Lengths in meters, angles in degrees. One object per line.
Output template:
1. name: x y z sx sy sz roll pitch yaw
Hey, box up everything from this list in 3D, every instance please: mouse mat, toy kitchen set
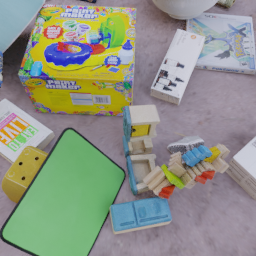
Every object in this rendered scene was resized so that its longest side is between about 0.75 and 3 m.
1. mouse mat: -1.290 1.683 6.578 0.106 2.266 2.816 -6 48 49
2. toy kitchen set: 0.149 1.015 6.749 1.457 1.981 2.473 -9 62 -7

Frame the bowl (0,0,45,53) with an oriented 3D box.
1. bowl: -4.113 -3.480 8.617 2.962 1.549 2.962 -30 38 27

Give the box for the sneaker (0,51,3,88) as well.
1. sneaker: -3.801 -1.749 6.792 2.467 0.951 1.051 22 100 27

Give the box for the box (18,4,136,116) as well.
1. box: -1.288 -2.054 8.569 2.979 1.817 2.869 2 60 1

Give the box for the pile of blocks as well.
1. pile of blocks: 1.517 1.030 6.678 2.254 0.925 0.701 -26 42 -5

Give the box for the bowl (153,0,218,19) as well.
1. bowl: 2.127 -4.964 10.286 2.995 1.346 2.995 -5 49 5

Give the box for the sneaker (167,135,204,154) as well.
1. sneaker: 1.629 0.465 8.059 1.050 0.392 0.431 -9 36 -6

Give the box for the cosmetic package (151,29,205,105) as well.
1. cosmetic package: 1.613 -1.989 8.999 0.978 0.600 2.370 21 73 10

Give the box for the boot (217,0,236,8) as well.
1. boot: 3.827 -5.592 11.218 1.340 0.625 1.733 24 69 14

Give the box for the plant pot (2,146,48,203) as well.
1. plant pot: -2.213 1.237 6.932 1.438 1.471 1.429 22 63 13

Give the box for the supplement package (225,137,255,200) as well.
1. supplement package: 3.590 0.909 7.453 1.545 0.857 1.203 -36 67 -19

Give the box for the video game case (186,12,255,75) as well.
1. video game case: 3.266 -3.121 10.021 2.418 0.292 2.653 7 61 4

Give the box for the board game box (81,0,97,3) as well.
1. board game box: -1.637 -5.969 11.596 1.241 0.317 1.832 14 62 8

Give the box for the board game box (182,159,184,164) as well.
1. board game box: 1.783 0.968 7.859 0.836 0.135 0.502 -25 68 -13

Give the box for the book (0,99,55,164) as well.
1. book: -3.365 0.130 8.174 2.063 0.496 1.378 31 62 18
